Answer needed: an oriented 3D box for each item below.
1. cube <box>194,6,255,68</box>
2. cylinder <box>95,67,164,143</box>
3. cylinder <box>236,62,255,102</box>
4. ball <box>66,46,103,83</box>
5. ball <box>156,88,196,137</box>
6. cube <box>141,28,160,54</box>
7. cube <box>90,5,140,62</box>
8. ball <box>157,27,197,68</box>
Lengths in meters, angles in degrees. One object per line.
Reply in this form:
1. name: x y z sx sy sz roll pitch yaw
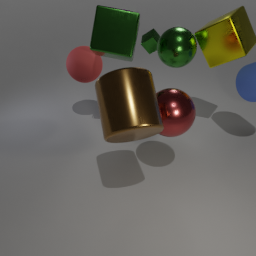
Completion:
1. cube: 3.475 -3.191 9.905 1.400 1.400 1.400 -13 23 47
2. cylinder: 0.017 -0.487 6.565 1.400 1.400 1.400 -8 76 -13
3. cylinder: 4.725 -1.648 9.658 1.400 1.400 1.400 -9 2 -13
4. ball: -1.683 -2.458 10.855 1.400 1.400 1.400 0 32 0
5. ball: 1.222 -0.438 8.013 1.400 1.400 1.400 0 32 0
6. cube: 1.100 -4.022 13.022 0.700 0.700 0.700 -22 43 34
7. cube: -0.411 -3.144 9.521 1.400 1.400 1.400 11 8 0
8. ball: 1.726 -2.842 9.918 1.400 1.400 1.400 0 32 0
